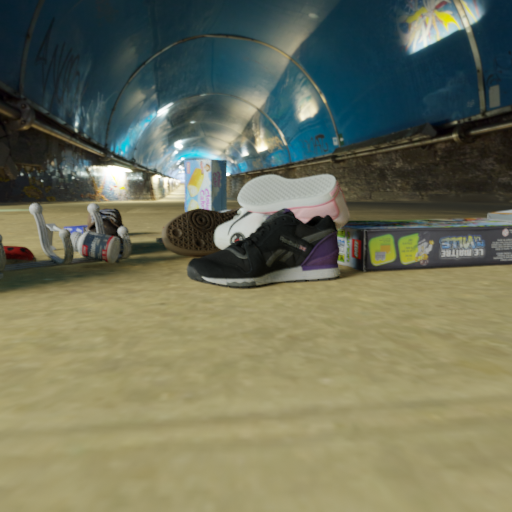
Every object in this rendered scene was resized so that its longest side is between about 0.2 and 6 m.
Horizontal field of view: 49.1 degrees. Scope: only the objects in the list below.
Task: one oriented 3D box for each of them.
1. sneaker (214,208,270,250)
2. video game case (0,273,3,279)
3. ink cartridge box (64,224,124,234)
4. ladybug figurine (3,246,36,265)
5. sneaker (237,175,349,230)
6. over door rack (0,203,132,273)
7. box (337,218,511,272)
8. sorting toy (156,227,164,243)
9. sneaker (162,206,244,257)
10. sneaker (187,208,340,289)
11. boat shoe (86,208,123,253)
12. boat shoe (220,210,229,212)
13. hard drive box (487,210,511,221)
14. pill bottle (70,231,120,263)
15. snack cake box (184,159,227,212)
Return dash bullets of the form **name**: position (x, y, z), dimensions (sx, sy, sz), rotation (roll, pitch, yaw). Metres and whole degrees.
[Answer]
- **sneaker**: position (0.311, -0.608, 11.197), dimensions (1.489, 1.246, 3.364), rotation (6, 8, 24)
- **video game case**: position (-4.342, 0.347, 8.262), dimensions (0.850, 0.101, 0.774), rotation (2, 8, 8)
- **ink cartridge box**: position (-4.430, -0.682, 15.384), dimensions (0.727, 0.342, 1.546), rotation (3, 8, 28)
- **ladybug figurine**: position (-4.361, 0.004, 9.887), dimensions (0.949, 0.341, 0.644), rotation (2, 6, -5)
- **sneaker**: position (0.655, -0.791, 9.435), dimensions (2.008, 0.756, 1.049), rotation (3, -34, 39)
- **over door rack**: position (-4.257, -0.422, 10.377), dimensions (2.489, 1.122, 3.370), rotation (-6, 9, -44)
- **box**: position (3.352, -0.280, 10.722), dimensions (4.111, 0.714, 2.262), rotation (-2, 8, -18)
- **sorting toy**: position (-1.678, -0.550, 14.040), dimensions (1.192, 0.417, 1.199), rotation (5, 8, 33)
- **sneaker**: position (-0.780, -0.424, 11.923), dimensions (2.914, 1.026, 1.101), rotation (-16, -17, -36)
- **sneaker**: position (0.122, -0.157, 8.270), dimensions (2.488, 1.089, 0.942), rotation (-4, 8, -31)
- **boat shoe**: position (-3.335, -0.567, 12.158), dimensions (0.920, 0.922, 2.546), rotation (-2, 8, -16)
- **boat shoe**: position (-0.789, -0.966, 15.820), dimensions (2.162, 0.765, 0.981), rotation (2, 11, 32)
- **hard drive box**: position (6.770, -0.694, 13.812), dimensions (1.547, 0.762, 1.985), rotation (7, 10, 38)
- **pill bottle**: position (-2.855, -0.175, 9.880), dimensions (0.800, 0.478, 0.478), rotation (11, 9, 7)
- **snack cake box**: position (-1.652, -2.015, 18.329), dimensions (1.285, 2.235, 0.751), rotation (7, 10, 42)
